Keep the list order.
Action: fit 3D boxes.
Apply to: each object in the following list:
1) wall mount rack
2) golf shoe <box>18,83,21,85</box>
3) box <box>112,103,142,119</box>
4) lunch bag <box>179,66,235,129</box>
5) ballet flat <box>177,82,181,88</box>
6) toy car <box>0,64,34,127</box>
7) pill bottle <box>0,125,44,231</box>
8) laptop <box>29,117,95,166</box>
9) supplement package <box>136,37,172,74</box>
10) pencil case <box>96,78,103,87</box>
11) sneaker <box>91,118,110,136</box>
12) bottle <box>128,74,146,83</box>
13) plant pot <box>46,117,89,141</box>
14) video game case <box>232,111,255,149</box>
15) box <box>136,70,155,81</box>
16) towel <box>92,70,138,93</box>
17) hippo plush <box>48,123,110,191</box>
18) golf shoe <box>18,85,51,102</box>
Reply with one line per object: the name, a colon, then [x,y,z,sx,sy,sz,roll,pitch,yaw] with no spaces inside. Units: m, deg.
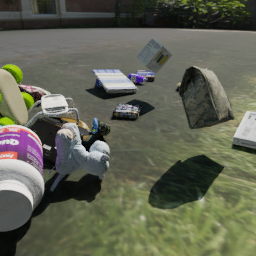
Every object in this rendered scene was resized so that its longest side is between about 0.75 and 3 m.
wall mount rack: [-3.109,-0.473,10.497,2.341,1.005,2.694,-9,22,-15]
golf shoe: [-6.653,-2.203,15.001,1.862,0.729,0.905,0,41,13]
box: [-0.026,-0.752,12.118,1.104,0.274,1.096,4,26,9]
lunch bag: [2.347,-0.972,8.598,1.087,1.848,1.516,-19,-8,36]
ballet flat: [3.356,-2.601,15.758,0.647,0.553,1.948,22,33,39]
toy car: [-5.403,-0.782,10.197,2.967,2.341,2.437,-9,31,7]
pill bottle: [-2.801,1.082,6.668,1.518,1.518,2.699,-7,26,-15]
laptop: [-2.259,0.386,9.220,1.717,1.000,1.937,21,61,14]
supplement package: [1.289,-3.540,13.776,0.958,1.262,0.951,26,20,-49]
pencil case: [-1.510,-2.848,16.200,0.585,0.652,1.500,-22,21,12]
sneaker: [-0.926,-0.020,9.812,0.619,0.530,1.494,13,-1,3]
bottle: [0.546,-2.889,16.481,1.128,0.471,0.368,15,27,31]
plant pot: [-2.556,0.069,10.315,2.259,0.310,2.259,1,24,0]
video game case: [5.386,0.186,10.044,2.620,0.337,2.882,13,27,27]
box: [1.071,-3.369,17.731,1.172,0.313,1.934,1,24,3]
towel: [-0.757,-2.572,15.253,1.821,0.295,2.479,-5,37,-27]
hippo plush: [-1.177,0.679,7.516,1.402,1.389,1.744,8,37,1]
golf shoe: [-4.733,-1.688,13.711,1.936,0.703,0.892,17,25,15]
